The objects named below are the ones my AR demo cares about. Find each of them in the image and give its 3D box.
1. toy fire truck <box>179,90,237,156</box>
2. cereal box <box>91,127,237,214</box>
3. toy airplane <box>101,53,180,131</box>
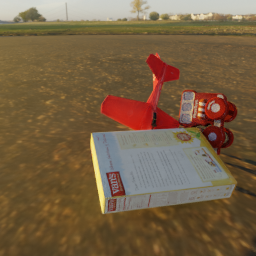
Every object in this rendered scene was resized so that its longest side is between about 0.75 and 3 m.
[{"bbox_3d":[1.808,-0.122,6.705,1.289,1.535,0.861,9,2,36],"label":"toy fire truck"},{"bbox_3d":[0.564,0.694,5.403,2.411,0.477,1.735,-3,37,-13],"label":"cereal box"},{"bbox_3d":[0.615,-0.611,6.726,2.569,2.569,0.473,-18,15,-37],"label":"toy airplane"}]
